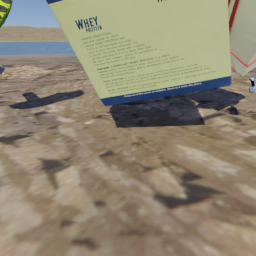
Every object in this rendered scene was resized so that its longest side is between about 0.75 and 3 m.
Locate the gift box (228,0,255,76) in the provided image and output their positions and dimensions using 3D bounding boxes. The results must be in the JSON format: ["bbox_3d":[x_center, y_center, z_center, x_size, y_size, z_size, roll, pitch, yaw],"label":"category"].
[{"bbox_3d":[2.879,-3.035,6.907,2.753,2.571,2.540,-31,67,-7],"label":"gift box"}]

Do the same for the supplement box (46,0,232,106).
[{"bbox_3d":[0.398,-2.194,5.403,2.783,2.780,1.868,-8,50,17],"label":"supplement box"}]

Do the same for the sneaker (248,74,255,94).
[{"bbox_3d":[3.468,-1.332,7.491,0.395,0.827,0.328,16,0,1],"label":"sneaker"}]

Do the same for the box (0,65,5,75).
[{"bbox_3d":[-4.702,-2.264,8.911,1.288,0.265,1.004,38,4,22],"label":"box"}]

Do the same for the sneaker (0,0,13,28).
[{"bbox_3d":[-3.803,-2.501,7.101,2.794,1.035,1.168,-40,23,13],"label":"sneaker"}]
